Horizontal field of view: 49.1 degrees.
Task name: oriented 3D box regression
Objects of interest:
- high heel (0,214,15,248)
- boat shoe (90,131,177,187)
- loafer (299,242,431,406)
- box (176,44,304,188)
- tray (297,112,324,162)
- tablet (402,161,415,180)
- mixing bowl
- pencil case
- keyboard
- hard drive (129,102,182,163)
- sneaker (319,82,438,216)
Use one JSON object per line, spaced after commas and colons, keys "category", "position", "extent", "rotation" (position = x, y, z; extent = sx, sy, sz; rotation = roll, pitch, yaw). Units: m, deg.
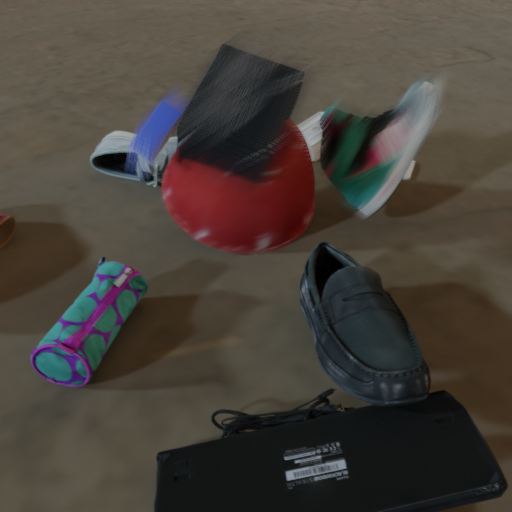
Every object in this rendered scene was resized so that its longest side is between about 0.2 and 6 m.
{"category": "high heel", "position": [-5.057, -0.151, 8.500], "extent": [1.432, 1.005, 2.985], "rotation": [14, 31, 2]}
{"category": "boat shoe", "position": [-2.050, -1.795, 11.151], "extent": [2.798, 0.976, 0.996], "rotation": [12, 48, 22]}
{"category": "loafer", "position": [1.146, 0.682, 6.760], "extent": [1.061, 1.097, 3.125], "rotation": [-7, 19, -8]}
{"category": "box", "position": [-0.203, -2.047, 8.063], "extent": [1.322, 0.739, 1.873], "rotation": [19, 55, 3]}
{"category": "tray", "position": [1.395, -2.895, 13.167], "extent": [1.315, 0.272, 2.450], "rotation": [22, 41, 27]}
{"category": "tablet", "position": [2.629, -1.947, 11.972], "extent": [1.418, 0.097, 0.923], "rotation": [13, 37, 16]}
{"category": "mixing bowl", "position": [-0.165, -1.578, 9.401], "extent": [2.750, 1.489, 2.750], "rotation": [5, 56, -8]}
{"category": "pencil case", "position": [-2.132, 0.831, 7.365], "extent": [0.788, 0.856, 1.853], "rotation": [31, 38, -7]}
{"category": "keyboard", "position": [0.613, 2.165, 5.667], "extent": [3.275, 0.649, 1.705], "rotation": [-12, 31, 3]}
{"category": "hard drive", "position": [-1.576, -1.964, 8.856], "extent": [0.589, 0.113, 0.893], "rotation": [37, 91, 36]}
{"category": "sneaker", "position": [1.970, -2.232, 9.765], "extent": [1.618, 1.121, 2.680], "rotation": [32, 77, -15]}
